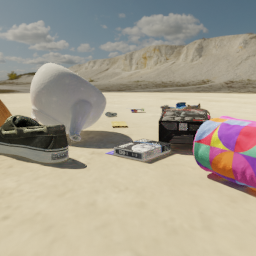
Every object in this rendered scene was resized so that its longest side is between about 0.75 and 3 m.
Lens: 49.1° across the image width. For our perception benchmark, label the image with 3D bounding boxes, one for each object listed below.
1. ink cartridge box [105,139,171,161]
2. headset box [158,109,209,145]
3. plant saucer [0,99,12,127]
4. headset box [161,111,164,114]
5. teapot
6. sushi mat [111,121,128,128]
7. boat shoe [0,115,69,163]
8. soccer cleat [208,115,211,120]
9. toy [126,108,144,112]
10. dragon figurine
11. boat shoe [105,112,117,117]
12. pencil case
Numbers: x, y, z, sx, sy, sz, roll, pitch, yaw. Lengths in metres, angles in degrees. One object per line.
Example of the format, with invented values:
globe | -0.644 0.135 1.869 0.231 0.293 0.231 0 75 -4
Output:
ink cartridge box | 0.246 0.501 6.930 1.194 0.259 1.182 6 12 38
headset box | 1.575 -0.090 7.823 1.269 0.659 1.706 2 14 13
plant saucer | -4.633 -0.802 9.128 2.264 2.264 0.424 10 50 47
headset box | 2.130 -0.790 14.722 0.822 0.318 0.612 -1 9 0
teapot | -2.229 -0.709 9.393 2.729 2.020 2.765 29 -7 4
sushi mat | -0.362 -0.156 11.520 0.655 0.083 1.368 -1 9 -5
boat shoe | -2.573 0.145 6.971 2.917 0.929 1.031 6 11 32
soccer cleat | 2.826 -0.225 10.641 0.620 0.502 1.436 2 10 16
toy | 0.457 -1.054 16.585 1.069 0.252 0.616 -3 7 -19
dragon figurine | 2.752 -0.838 13.521 2.692 0.792 1.338 -9 13 -37
boat shoe | -0.921 -0.702 14.433 0.764 0.270 0.243 2 6 -40
pencil case | 2.303 0.459 4.337 1.216 1.216 2.751 -6 10 -31
